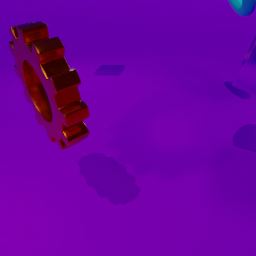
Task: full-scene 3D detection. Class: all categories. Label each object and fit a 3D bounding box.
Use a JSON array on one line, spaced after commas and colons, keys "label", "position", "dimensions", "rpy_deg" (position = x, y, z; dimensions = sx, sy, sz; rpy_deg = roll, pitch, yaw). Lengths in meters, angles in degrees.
[{"label": "gear", "position": [-1.189, -0.583, 4.136], "dimensions": [0.339, 1.835, 1.835], "rpy_deg": [-27, 37, -27]}, {"label": "ring", "position": [3.006, -3.933, 7.710], "dimensions": [0.350, 1.748, 1.748], "rpy_deg": [-24, 26, 12]}, {"label": "cylinder", "position": [2.976, -1.198, 5.473], "dimensions": [1.362, 1.362, 1.362], "rpy_deg": [27, 35, 15]}]
